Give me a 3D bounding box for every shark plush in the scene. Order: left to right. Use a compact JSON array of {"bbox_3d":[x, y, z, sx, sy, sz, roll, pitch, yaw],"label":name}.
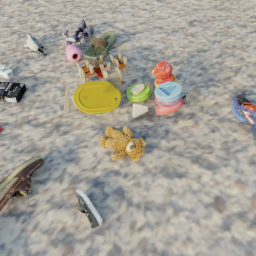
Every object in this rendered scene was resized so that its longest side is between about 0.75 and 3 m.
[{"bbox_3d":[-4.593,-4.233,14.166,1.678,0.762,0.699,33,24,32],"label":"shark plush"}]

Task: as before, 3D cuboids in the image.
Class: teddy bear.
[{"bbox_3d":[-0.242,0.487,9.558,1.245,0.573,1.718,-39,53,-11],"label":"teddy bear"}]

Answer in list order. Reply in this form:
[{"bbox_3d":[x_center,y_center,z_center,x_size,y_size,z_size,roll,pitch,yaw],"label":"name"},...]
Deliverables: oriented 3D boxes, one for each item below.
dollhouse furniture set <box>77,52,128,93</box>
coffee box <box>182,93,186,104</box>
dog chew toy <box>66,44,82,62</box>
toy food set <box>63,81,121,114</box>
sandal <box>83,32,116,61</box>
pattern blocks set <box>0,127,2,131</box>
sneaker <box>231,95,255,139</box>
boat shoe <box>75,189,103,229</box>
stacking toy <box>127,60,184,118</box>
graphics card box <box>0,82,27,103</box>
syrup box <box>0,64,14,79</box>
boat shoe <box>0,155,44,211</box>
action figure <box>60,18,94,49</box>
[{"bbox_3d":[-0.957,-2.340,12.277,2.062,1.062,2.040,-18,38,-16],"label":"dollhouse furniture set"},{"bbox_3d":[1.950,-1.070,11.262,0.763,0.437,0.304,-30,52,-24],"label":"coffee box"},{"bbox_3d":[-2.661,-3.680,13.541,0.736,0.736,1.182,-16,41,-14],"label":"dog chew toy"},{"bbox_3d":[-1.401,-1.093,10.979,2.210,0.722,1.300,-4,74,-10],"label":"toy food set"},{"bbox_3d":[-1.431,-4.193,13.906,1.095,0.787,2.758,12,49,13],"label":"sandal"},{"bbox_3d":[-5.327,0.446,10.065,1.427,0.116,1.254,-6,47,-6],"label":"pattern blocks set"},{"bbox_3d":[4.769,-0.489,10.359,0.926,0.964,2.457,-16,49,-16],"label":"sneaker"},{"bbox_3d":[-1.219,2.319,8.109,0.369,0.448,1.305,-29,56,-24],"label":"boat shoe"},{"bbox_3d":[0.976,-1.590,10.977,2.196,1.025,2.426,-14,41,4],"label":"stacking toy"},{"bbox_3d":[-5.132,-1.523,11.726,1.473,0.375,0.924,4,46,5],"label":"graphics card box"},{"bbox_3d":[-5.609,-2.564,12.731,0.810,0.330,0.319,27,53,24],"label":"syrup box"},{"bbox_3d":[-3.354,1.791,8.473,0.856,0.858,2.380,46,46,-1],"label":"boat shoe"},{"bbox_3d":[-2.655,-4.775,14.547,1.365,0.728,2.099,26,56,9],"label":"action figure"}]
